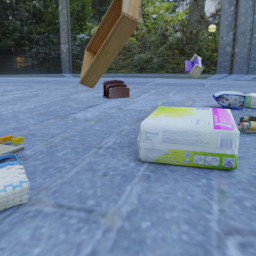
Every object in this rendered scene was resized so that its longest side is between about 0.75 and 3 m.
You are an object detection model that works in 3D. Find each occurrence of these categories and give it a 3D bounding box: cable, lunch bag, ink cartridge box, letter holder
[{"bbox_3d":[4.126,0.021,8.231,2.051,0.516,0.996,12,-2,-3],"label":"cable"},{"bbox_3d":[4.421,-1.258,12.397,1.239,0.767,1.053,10,15,7],"label":"lunch bag"},{"bbox_3d":[6.090,-1.136,12.237,1.699,0.572,0.995,13,18,42],"label":"ink cartridge box"},{"bbox_3d":[-0.648,-2.226,15.933,1.388,0.986,0.698,-8,16,-32],"label":"letter holder"}]

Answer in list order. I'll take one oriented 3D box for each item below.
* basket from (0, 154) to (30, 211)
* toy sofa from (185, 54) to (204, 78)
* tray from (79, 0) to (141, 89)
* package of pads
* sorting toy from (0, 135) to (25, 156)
[{"bbox_3d":[-1.883,0.744,4.046,0.793,0.626,0.899,-11,48,-40],"label":"basket"},{"bbox_3d":[2.547,-2.446,10.823,0.542,0.460,1.111,27,35,-8],"label":"toy sofa"},{"bbox_3d":[-0.415,-1.887,5.935,0.408,1.087,2.203,18,-33,-23],"label":"tray"},{"bbox_3d":[1.393,0.077,6.493,1.986,0.877,2.571,4,14,15],"label":"package of pads"},{"bbox_3d":[-3.009,0.528,6.064,1.470,0.264,1.973,1,13,24],"label":"sorting toy"}]
